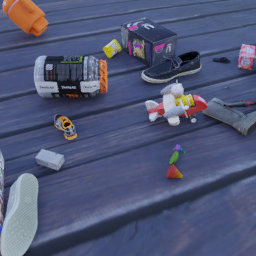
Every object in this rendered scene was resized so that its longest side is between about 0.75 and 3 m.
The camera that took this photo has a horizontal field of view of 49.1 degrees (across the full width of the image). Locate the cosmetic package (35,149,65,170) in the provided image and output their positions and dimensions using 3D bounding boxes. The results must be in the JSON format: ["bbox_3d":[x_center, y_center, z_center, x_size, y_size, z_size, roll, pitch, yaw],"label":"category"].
[{"bbox_3d":[-2.347,0.951,8.434,0.757,0.341,0.404,15,47,12],"label":"cosmetic package"}]

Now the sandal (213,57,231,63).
[{"bbox_3d":[4.425,-3.217,13.167,0.810,0.194,0.304,8,43,8],"label":"sandal"}]

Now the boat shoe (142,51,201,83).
[{"bbox_3d":[1.901,-2.678,12.053,2.902,0.903,1.083,-17,47,-16],"label":"boat shoe"}]

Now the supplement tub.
[{"bbox_3d":[-2.108,-1.965,10.738,2.579,1.580,1.580,0,42,0],"label":"supplement tub"}]

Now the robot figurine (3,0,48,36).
[{"bbox_3d":[-5.460,-6.027,14.748,2.519,1.469,1.812,42,13,-13],"label":"robot figurine"}]

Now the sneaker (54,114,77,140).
[{"bbox_3d":[-2.141,-0.157,9.538,0.512,0.505,1.307,-28,47,-25],"label":"sneaker"}]

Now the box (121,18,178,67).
[{"bbox_3d":[0.948,-4.087,13.284,1.524,1.322,2.493,-27,49,-26],"label":"box"}]

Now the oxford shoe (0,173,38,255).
[{"bbox_3d":[-2.693,2.159,6.929,0.619,0.806,2.144,-33,43,28],"label":"oxford shoe"}]

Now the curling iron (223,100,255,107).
[{"bbox_3d":[4.270,-0.975,10.164,2.249,0.557,0.287,-10,45,-26],"label":"curling iron"}]

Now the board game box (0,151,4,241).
[{"bbox_3d":[-4.454,1.545,6.975,2.254,1.369,2.828,-13,43,-14],"label":"board game box"}]

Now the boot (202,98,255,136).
[{"bbox_3d":[3.824,-0.560,9.992,1.620,0.646,1.781,-27,42,-30],"label":"boot"}]

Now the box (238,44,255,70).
[{"bbox_3d":[5.468,-3.284,12.916,0.601,0.627,1.258,13,43,14],"label":"box"}]

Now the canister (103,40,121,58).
[{"bbox_3d":[-0.771,-3.841,13.584,0.357,0.612,0.824,-20,22,49],"label":"canister"}]

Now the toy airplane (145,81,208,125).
[{"bbox_3d":[1.536,-0.887,9.702,1.897,1.344,1.905,-29,44,-32],"label":"toy airplane"}]

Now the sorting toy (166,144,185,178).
[{"bbox_3d":[1.509,1.042,8.379,0.431,0.434,1.251,28,46,-4],"label":"sorting toy"}]
